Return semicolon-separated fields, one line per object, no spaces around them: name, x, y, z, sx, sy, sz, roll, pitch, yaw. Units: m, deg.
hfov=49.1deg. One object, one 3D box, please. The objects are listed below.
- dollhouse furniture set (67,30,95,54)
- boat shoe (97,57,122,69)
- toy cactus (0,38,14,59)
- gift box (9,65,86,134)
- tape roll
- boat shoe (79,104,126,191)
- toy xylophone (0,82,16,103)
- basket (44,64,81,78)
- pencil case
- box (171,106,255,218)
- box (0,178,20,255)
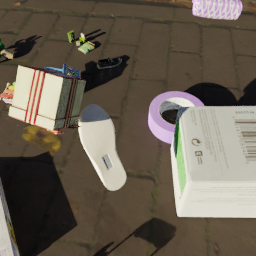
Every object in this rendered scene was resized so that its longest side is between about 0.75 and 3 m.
dollhouse furniture set;-2.233;-4.112;13.249;1.339;0.517;0.669;35;59;25
boat shoe;-0.817;-2.932;12.401;1.150;0.358;0.429;-15;51;-14
toy cactus;-5.853;-3.376;12.649;1.308;0.811;1.586;16;48;-11
gift box;-1.452;-0.516;5.449;1.100;1.113;1.192;19;11;19
tape roll;1.773;-0.400;10.152;2.035;0.668;2.035;0;52;0
boat shoe;-0.632;0.428;6.650;0.817;2.270;0.778;-32;31;-15
toy xylophone;-4.520;-1.496;11.214;1.119;0.384;1.529;2;51;3
basket;-2.629;-1.935;11.150;1.479;1.028;1.304;0;51;-12
pencil case;2.913;-3.983;9.235;1.624;0.681;0.694;4;45;-10
box;2.664;0.973;8.036;2.557;2.191;2.545;-1;51;2
box;-3.658;2.524;7.835;0.608;0.568;2.935;-22;54;-17
